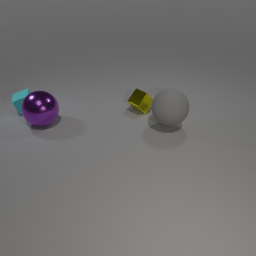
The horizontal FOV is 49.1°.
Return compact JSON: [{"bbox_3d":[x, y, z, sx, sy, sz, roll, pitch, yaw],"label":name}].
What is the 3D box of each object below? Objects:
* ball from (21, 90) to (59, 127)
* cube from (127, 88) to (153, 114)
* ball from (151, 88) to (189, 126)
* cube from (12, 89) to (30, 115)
[{"bbox_3d":[-3.385,-0.748,10.830,1.400,1.400,1.400,0,32,0],"label":"ball"},{"bbox_3d":[0.540,-1.132,11.888,0.700,0.700,0.700,29,82,38],"label":"cube"},{"bbox_3d":[1.575,-0.776,10.443,1.400,1.400,1.400,0,32,0],"label":"ball"},{"bbox_3d":[-4.398,-1.118,11.853,0.700,0.700,0.700,-22,38,-3],"label":"cube"}]
